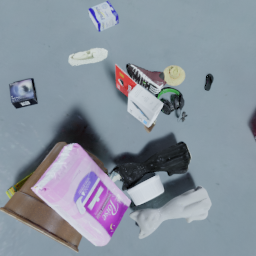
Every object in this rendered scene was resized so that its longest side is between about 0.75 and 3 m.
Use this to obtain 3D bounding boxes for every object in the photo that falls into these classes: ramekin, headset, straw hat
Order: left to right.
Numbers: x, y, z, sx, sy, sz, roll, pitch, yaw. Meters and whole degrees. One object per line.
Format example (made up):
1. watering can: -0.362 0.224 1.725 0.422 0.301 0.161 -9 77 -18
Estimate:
1. ramekin: 0.628 2.132 9.547 1.229 1.229 0.599 -25 79 -9
2. headset: 1.766 -0.948 10.901 1.055 0.803 1.708 -21 60 -7
3. straw hat: 1.942 -2.285 11.609 1.008 0.426 1.008 0 69 1

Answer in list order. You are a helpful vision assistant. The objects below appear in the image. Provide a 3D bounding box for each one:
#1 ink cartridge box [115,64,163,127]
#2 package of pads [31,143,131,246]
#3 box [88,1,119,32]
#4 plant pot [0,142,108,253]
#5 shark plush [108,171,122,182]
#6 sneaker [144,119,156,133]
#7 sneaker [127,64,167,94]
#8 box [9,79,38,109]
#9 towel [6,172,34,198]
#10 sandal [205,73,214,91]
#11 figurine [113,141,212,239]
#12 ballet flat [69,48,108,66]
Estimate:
1. ink cartridge box: 0.157 -0.842 8.171 1.681 1.909 0.427 40 81 6
2. package of pads: -1.080 1.680 6.949 2.367 0.896 1.426 53 53 -26
3. box: -1.090 -5.019 12.570 1.050 0.551 0.966 -27 71 -9
4. plant pot: -2.108 2.074 8.964 2.684 2.684 2.657 24 63 9
5. shark plush: -0.600 1.814 10.220 0.967 0.439 0.403 -43 53 6
6. sneaker: 0.755 -0.111 9.373 0.318 0.843 0.297 -40 99 22
7. sneaker: 0.852 -2.174 11.550 1.740 0.658 1.005 43 60 14
8. box: -4.183 -1.365 11.192 0.911 0.562 0.904 -14 69 -6
9. towel: -3.671 2.128 10.120 1.355 0.122 0.583 -36 79 -14
10. sandal: 3.380 -1.922 11.592 0.306 0.195 0.815 13 70 5
11. figurine: 1.116 2.119 9.545 2.641 1.165 2.706 -18 71 -7
12. ballet flat: -1.671 -3.040 11.822 1.742 0.625 0.625 -18 70 -7
